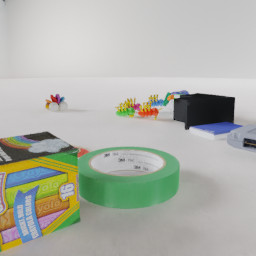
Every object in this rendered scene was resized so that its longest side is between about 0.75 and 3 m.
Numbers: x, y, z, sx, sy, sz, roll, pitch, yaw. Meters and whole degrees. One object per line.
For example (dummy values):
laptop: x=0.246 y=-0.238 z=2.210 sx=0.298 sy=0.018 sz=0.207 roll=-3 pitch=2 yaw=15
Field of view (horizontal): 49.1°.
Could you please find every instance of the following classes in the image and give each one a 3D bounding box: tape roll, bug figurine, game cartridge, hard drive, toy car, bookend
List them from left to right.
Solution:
toy car: x=-3.777 y=-1.359 z=14.718 sx=1.166 sy=0.875 sz=1.021 roll=-9 pitch=15 yaw=-34
tape roll: x=-0.015 y=0.916 z=5.784 sx=2.131 sy=0.512 sz=2.131 roll=1 pitch=13 yaw=0
bug figurine: x=0.668 y=-0.974 z=13.386 sx=2.262 sy=0.750 sz=2.917 roll=-2 pitch=16 yaw=17
bookend: x=2.729 y=-0.791 z=11.785 sx=2.397 sy=1.104 sz=2.382 roll=-7 pitch=14 yaw=-25
hard drive: x=3.287 y=0.066 z=10.020 sx=1.798 sy=0.228 sz=1.186 roll=-7 pitch=15 yaw=-29
game cartridge: x=4.512 y=0.399 z=8.061 sx=1.812 sy=0.556 sz=2.722 roll=-17 pitch=21 yaw=-42

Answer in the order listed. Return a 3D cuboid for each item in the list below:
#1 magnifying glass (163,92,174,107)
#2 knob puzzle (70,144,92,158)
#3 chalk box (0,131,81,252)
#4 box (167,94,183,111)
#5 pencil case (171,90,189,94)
magnifying glass: x=1.705 y=-1.229 z=11.696 sx=0.179 sy=0.638 sz=1.602 roll=19 pitch=1 yaw=-1
knob puzzle: x=-1.770 y=0.663 z=7.320 sx=2.164 sy=0.300 sz=2.164 roll=0 pitch=13 yaw=0
chalk box: x=-1.909 y=0.919 z=4.117 sx=2.066 sy=1.281 sz=1.290 roll=-10 pitch=18 yaw=-35
box: x=2.996 y=-1.256 z=14.477 sx=1.477 sy=0.810 sz=1.674 roll=-2 pitch=14 yaw=-15
pencil case: x=3.243 y=-2.011 z=17.778 sx=0.804 sy=0.723 sz=1.852 roll=34 pitch=27 yaw=23
